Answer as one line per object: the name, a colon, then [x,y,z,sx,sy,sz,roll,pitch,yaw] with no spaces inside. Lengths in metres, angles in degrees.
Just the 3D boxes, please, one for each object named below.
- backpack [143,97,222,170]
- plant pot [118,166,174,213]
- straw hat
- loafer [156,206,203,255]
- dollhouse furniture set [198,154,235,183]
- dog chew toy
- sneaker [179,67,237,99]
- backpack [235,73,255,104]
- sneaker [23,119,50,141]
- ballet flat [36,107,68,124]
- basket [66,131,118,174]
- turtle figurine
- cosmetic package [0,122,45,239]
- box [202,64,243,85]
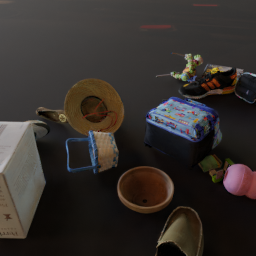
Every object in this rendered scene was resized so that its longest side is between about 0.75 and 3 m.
backpack: [2.200,-0.115,10.198,2.442,1.799,2.675,28,43,34]
plant pot: [0.513,1.945,8.229,1.614,0.745,1.614,-1,36,0]
straw hat: [-1.414,-0.735,11.446,2.424,2.424,1.026,-10,1,-13]
loafer: [1.220,2.941,6.613,1.097,1.016,2.916,11,37,15]
dollhouse furniture set: [2.906,1.180,9.428,0.747,0.572,1.141,-12,37,-16]
dog chew toy: [3.739,1.699,8.489,1.536,0.957,0.957,18,39,11]
sneaker: [3.877,-2.293,13.563,2.979,1.340,1.042,-8,37,-11]
backpack: [5.795,-1.870,13.070,1.100,1.297,1.461,4,24,-35]
sneaker: [-3.990,0.549,9.992,2.802,1.036,1.111,-25,62,-42]
ballet flat: [-3.196,-0.536,11.748,1.810,0.610,0.419,15,20,28]
basket: [-1.205,0.837,9.357,1.664,1.157,1.467,-1,41,-14]
turtle figurine: [2.973,-3.365,14.917,2.145,1.543,2.079,23,37,24]
cosmetic package: [-3.656,1.362,7.546,2.065,2.468,2.053,1,36,1]
box: [5.069,-2.805,15.012,1.957,0.473,1.550,15,39,19]
